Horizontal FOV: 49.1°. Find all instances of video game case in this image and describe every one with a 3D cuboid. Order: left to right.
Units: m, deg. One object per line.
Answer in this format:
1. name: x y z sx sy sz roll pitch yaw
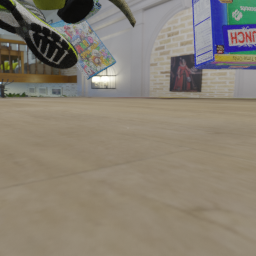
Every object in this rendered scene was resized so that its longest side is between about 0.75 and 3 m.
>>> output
1. video game case: -1.716 -3.238 11.004 1.735 2.424 0.216 -41 6 -40

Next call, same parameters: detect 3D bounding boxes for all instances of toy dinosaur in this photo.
1. toy dinosaur: -0.592 -2.302 3.762 2.174 0.958 0.516 18 24 -31

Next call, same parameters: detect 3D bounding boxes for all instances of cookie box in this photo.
1. cookie box: 2.679 -2.683 6.875 2.022 2.364 0.888 -4 1 -17

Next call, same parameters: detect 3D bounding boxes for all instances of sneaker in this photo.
1. sneaker: -1.829 -2.047 5.713 0.757 2.048 0.829 -40 19 31

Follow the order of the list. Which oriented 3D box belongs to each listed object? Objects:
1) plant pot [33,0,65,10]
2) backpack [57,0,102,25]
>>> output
1. plant pot: -1.856 -3.470 6.330 1.308 1.398 1.308 0 36 0
2. backpack: -1.433 -3.914 8.860 1.227 1.157 1.505 -29 41 22
